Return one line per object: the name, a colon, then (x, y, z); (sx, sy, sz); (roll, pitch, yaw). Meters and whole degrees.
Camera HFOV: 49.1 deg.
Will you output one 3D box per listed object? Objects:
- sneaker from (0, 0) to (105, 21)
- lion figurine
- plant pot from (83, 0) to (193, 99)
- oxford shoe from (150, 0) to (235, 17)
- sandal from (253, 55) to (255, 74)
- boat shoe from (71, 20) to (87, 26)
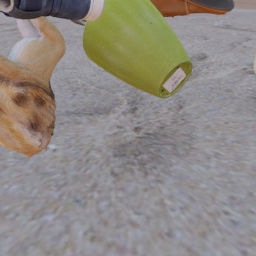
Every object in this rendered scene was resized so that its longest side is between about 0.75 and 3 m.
sneaker: (-0.790, -1.409, 1.933); (0.984, 1.361, 0.518); (-21, 2, -38)
lion figurine: (-1.481, -1.024, 4.280); (0.979, 1.655, 2.703); (-10, 51, 40)
plant pot: (0.313, -1.401, 5.208); (1.623, 1.623, 1.735); (-23, 58, -36)
oxford shoe: (1.408, -3.364, 7.419); (2.736, 0.975, 0.976); (9, 62, -4)
sandal: (3.987, -2.306, 6.436); (0.999, 3.036, 1.113); (-8, 65, -43)
boat shoe: (-1.221, -3.810, 9.542); (0.724, 0.712, 1.943); (22, 21, 27)
